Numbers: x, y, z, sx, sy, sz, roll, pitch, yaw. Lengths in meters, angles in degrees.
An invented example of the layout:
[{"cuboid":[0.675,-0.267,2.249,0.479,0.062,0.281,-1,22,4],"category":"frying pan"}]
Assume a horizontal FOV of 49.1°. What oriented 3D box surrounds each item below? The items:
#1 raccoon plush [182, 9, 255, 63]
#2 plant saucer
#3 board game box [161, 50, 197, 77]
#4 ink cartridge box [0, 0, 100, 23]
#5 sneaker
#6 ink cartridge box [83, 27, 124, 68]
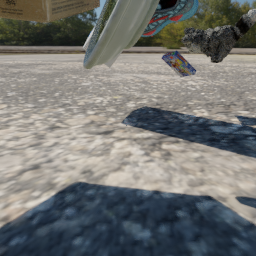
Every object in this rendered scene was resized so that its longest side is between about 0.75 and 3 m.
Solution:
[{"cuboid":[2.957,-3.381,9.545,1.603,2.392,1.157,31,33,-9],"category":"raccoon plush"},{"cuboid":[0.009,-2.004,4.562,0.617,2.457,2.457,23,12,-17],"category":"plant saucer"},{"cuboid":[1.560,-1.948,8.595,0.960,0.165,0.650,37,-17,-27],"category":"board game box"},{"cuboid":[-2.178,-2.890,5.602,2.651,0.995,2.184,11,33,14],"category":"ink cartridge box"},{"cuboid":[0.592,-2.354,5.545,1.469,0.583,0.702,-17,-22,30],"category":"sneaker"},{"cuboid":[-0.211,-3.918,9.968,1.223,2.920,2.119,33,28,-17],"category":"ink cartridge box"}]
